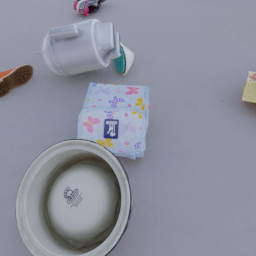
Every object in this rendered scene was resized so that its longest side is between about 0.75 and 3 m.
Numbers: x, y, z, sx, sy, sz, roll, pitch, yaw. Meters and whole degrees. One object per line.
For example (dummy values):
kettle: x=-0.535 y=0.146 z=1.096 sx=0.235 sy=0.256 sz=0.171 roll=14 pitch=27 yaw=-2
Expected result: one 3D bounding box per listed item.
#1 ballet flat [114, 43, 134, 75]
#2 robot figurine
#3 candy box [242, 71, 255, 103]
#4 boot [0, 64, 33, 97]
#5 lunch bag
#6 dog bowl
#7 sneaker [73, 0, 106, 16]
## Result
ballet flat: x=-0.225 y=-2.993 z=11.300 sx=0.883 sy=0.883 sz=2.544 roll=-15 pitch=45 yaw=-14
robot figurine: x=-1.748 y=-2.803 z=9.924 sx=2.951 sy=2.503 sz=1.666 roll=-8 pitch=71 yaw=16
candy box: x=5.116 y=-1.148 z=8.961 sx=2.620 sy=0.724 sz=1.512 roll=13 pitch=27 yaw=20
boot: x=-4.377 y=-1.867 z=10.191 sx=0.985 sy=0.689 sz=1.837 roll=26 pitch=51 yaw=31
lunch bag: x=-0.345 y=-0.193 z=7.955 sx=1.872 sy=1.403 sz=2.207 roll=5 pitch=51 yaw=6
dog bowl: x=-1.006 y=1.529 z=5.847 sx=2.480 sy=0.915 sz=2.480 roll=-5 pitch=72 yaw=15
sneaker: x=-1.802 y=-6.672 z=15.014 sx=0.880 sy=0.950 sz=2.356 roll=39 pitch=61 yaw=13
